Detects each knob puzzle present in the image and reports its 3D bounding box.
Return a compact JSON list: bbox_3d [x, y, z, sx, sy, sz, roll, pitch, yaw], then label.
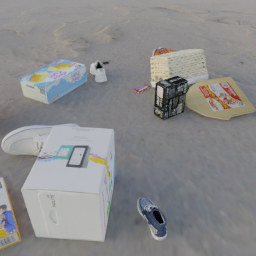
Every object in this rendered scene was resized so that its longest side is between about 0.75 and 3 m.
[{"bbox_3d":[3.961,-1.279,12.966,3.095,0.429,3.095,-1,47,1],"label":"knob puzzle"}]

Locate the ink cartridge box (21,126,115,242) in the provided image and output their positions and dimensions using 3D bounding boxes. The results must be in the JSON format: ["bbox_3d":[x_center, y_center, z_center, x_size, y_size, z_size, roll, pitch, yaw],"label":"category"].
[{"bbox_3d":[-1.431,1.463,7.823,1.881,1.890,2.577,3,35,4],"label":"ink cartridge box"}]

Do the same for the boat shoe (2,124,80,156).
[{"bbox_3d":[-2.969,0.544,10.029,2.878,1.020,1.005,-6,32,-21],"label":"boat shoe"}]

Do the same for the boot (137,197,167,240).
[{"bbox_3d":[0.677,2.297,7.709,0.525,0.652,1.444,-14,37,-19],"label":"boot"}]

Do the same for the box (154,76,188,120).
[{"bbox_3d":[1.838,-1.311,12.129,1.284,1.568,0.675,-22,40,-28],"label":"box"}]

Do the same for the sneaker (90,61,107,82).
[{"bbox_3d":[-1.631,-3.337,15.590,0.773,0.985,1.983,-13,37,-18],"label":"sneaker"}]

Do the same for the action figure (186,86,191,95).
[{"bbox_3d":[3.412,-1.852,13.894,1.995,0.546,1.178,-6,38,-3],"label":"action figure"}]

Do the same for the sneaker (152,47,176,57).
[{"bbox_3d":[2.330,-4.535,17.440,1.261,0.873,2.251,13,37,20],"label":"sneaker"}]

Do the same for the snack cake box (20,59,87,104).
[{"bbox_3d":[-3.699,-2.449,14.282,1.716,1.003,2.984,17,39,25],"label":"snack cake box"}]

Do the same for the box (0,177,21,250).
[{"bbox_3d":[-4.021,2.358,7.763,1.496,0.521,2.513,-18,40,-24],"label":"box"}]

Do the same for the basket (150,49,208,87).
[{"bbox_3d":[2.562,-3.045,14.295,2.563,1.581,1.737,-19,22,-23],"label":"basket"}]

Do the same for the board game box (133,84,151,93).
[{"bbox_3d":[0.710,-2.035,14.502,0.459,0.087,0.892,30,44,34],"label":"board game box"}]
